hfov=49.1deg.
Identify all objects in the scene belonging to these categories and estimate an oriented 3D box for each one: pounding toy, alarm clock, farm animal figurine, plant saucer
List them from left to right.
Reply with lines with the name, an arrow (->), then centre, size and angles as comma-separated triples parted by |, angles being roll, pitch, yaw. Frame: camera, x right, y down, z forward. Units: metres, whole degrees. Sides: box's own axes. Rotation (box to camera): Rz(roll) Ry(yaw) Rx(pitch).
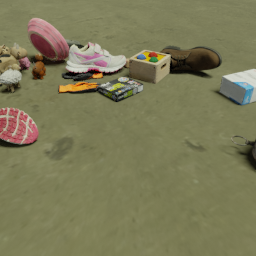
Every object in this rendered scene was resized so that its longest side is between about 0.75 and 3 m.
farm animal figurine -> -4.885, -2.752, 11.500 | 2.698, 1.407, 2.668 | 16, 37, 23
plant saucer -> -3.709, -3.888, 12.736 | 2.203, 2.203, 0.558 | 21, 63, 28
pounding toy -> 0.727, -2.900, 12.117 | 2.093, 0.958, 1.839 | 20, 39, 26
alarm clock -> 3.791, 0.557, 7.213 | 2.199, 0.732, 1.484 | 16, 38, 19

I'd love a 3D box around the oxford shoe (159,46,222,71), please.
oxford shoe -> 2.510, -2.860, 12.078 | 2.977, 1.082, 1.257 | 12, 37, 38

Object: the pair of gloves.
pair of gloves -> -1.874, -1.928, 11.338 | 1.766, 0.245, 1.982 | -3, 33, -4

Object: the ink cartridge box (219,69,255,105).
ink cartridge box -> 4.457, -1.546, 10.353 | 1.651, 0.691, 1.197 | -15, 37, -21

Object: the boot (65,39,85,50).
boot -> -3.344, -4.171, 14.077 | 2.272, 0.769, 1.484 | 4, 25, -30

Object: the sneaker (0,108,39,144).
sneaker -> -3.688, -0.152, 8.196 | 2.372, 0.886, 0.956 | 19, 74, 8

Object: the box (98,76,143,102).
box -> -0.268, -1.510, 10.650 | 1.373, 0.304, 1.100 | -28, 43, -34

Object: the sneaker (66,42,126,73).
sneaker -> -1.314, -3.031, 11.928 | 2.649, 1.168, 1.078 | -7, 25, -22
